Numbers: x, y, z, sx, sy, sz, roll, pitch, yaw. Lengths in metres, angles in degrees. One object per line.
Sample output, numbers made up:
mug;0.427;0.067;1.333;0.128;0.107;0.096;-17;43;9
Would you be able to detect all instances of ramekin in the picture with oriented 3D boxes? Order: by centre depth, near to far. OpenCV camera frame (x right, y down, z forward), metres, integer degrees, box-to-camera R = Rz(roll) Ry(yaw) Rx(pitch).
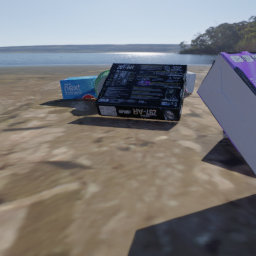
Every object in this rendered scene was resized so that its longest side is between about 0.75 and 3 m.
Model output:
ramekin;-0.694;-1.680;11.876;1.475;1.475;0.720;-1;23;-3

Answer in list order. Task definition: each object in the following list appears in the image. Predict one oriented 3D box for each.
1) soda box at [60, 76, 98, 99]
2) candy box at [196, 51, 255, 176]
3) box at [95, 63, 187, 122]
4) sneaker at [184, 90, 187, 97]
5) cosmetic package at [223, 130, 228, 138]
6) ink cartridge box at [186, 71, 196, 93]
soda box;-1.697;-1.922;13.113;2.780;0.943;0.892;0;19;17
candy box;3.031;-0.291;4.951;2.767;0.990;2.321;-9;55;-26
box;0.546;-1.369;9.998;2.903;0.632;2.325;4;49;15
sneaker;1.331;-1.747;11.712;2.521;0.996;1.202;4;44;-29
cosmetic package;3.953;-0.578;7.945;1.588;1.340;2.972;6;15;37
ink cartridge box;2.038;-2.645;15.322;2.699;1.145;1.966;2;17;-19
